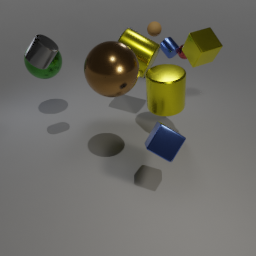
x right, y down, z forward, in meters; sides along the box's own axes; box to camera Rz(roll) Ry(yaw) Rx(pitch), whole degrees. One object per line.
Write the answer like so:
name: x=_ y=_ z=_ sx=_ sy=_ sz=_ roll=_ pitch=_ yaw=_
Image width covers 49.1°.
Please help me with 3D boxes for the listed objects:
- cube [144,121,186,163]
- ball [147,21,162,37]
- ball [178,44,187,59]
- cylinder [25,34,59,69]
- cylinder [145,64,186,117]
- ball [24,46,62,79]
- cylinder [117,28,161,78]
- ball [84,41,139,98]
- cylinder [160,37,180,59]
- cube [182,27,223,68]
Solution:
cube: x=0.896 y=0.324 z=6.923 sx=0.700 sy=0.700 sz=0.700 roll=30 pitch=6 yaw=-5
ball: x=1.283 y=-4.815 z=13.632 sx=0.700 sy=0.700 sz=0.700 roll=0 pitch=32 yaw=0
ball: x=2.695 y=-3.591 z=13.182 sx=0.700 sy=0.700 sz=0.700 roll=0 pitch=32 yaw=0
cylinder: x=-2.447 y=-2.161 z=7.966 sx=0.700 sy=0.700 sz=0.700 roll=33 pitch=29 yaw=-20
cylinder: x=1.355 y=-1.363 z=10.045 sx=1.400 sy=1.400 sz=1.400 roll=-4 pitch=38 yaw=3
ball: x=-3.220 y=-2.572 z=10.676 sx=1.400 sy=1.400 sz=1.400 roll=0 pitch=32 yaw=0
cylinder: x=0.309 y=-2.852 z=10.705 sx=1.400 sy=1.400 sz=1.400 roll=30 pitch=37 yaw=3
ball: x=-0.410 y=-1.477 z=7.102 sx=1.400 sy=1.400 sz=1.400 roll=0 pitch=32 yaw=0
cylinder: x=1.919 y=-3.692 z=12.889 sx=0.700 sy=0.700 sz=0.700 roll=-25 pitch=72 yaw=-34
cube: x=2.044 y=-2.233 z=7.791 sx=0.700 sy=0.700 sz=0.700 roll=-20 pitch=71 yaw=-16
